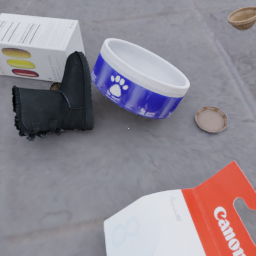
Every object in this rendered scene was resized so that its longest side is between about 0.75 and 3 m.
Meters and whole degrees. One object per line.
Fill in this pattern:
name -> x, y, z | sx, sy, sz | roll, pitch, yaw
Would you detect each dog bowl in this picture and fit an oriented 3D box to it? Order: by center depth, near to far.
dog bowl -> 0.316, -1.290, 7.177 | 2.389, 0.941, 2.389 | 22, 28, -12

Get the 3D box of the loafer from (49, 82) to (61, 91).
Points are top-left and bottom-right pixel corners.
loafer -> -2.011, -0.767, 7.784 | 0.535, 0.523, 1.465 | -2, 57, -2

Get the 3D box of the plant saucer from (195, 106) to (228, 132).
plant saucer -> 2.271, -0.220, 7.665 | 0.872, 0.140, 0.872 | 0, 58, 0

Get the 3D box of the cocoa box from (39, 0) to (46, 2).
cocoa box -> -1.630, -3.448, 5.207 | 1.045, 1.062, 1.593 | -6, 84, 27

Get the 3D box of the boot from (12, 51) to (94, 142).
boot -> -1.896, -0.840, 7.016 | 1.884, 0.851, 2.299 | -5, 87, -27

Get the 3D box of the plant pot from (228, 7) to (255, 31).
plant pot -> 2.985, -2.754, 7.169 | 0.775, 0.358, 0.775 | -18, 38, 14

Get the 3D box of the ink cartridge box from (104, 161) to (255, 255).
ink cartridge box -> 0.905, 1.970, 4.647 | 2.902, 0.686, 2.323 | -39, 33, 18

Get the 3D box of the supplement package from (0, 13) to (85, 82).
supplement package -> -2.677, -2.343, 8.300 | 2.397, 1.363, 1.313 | 8, 57, 7
